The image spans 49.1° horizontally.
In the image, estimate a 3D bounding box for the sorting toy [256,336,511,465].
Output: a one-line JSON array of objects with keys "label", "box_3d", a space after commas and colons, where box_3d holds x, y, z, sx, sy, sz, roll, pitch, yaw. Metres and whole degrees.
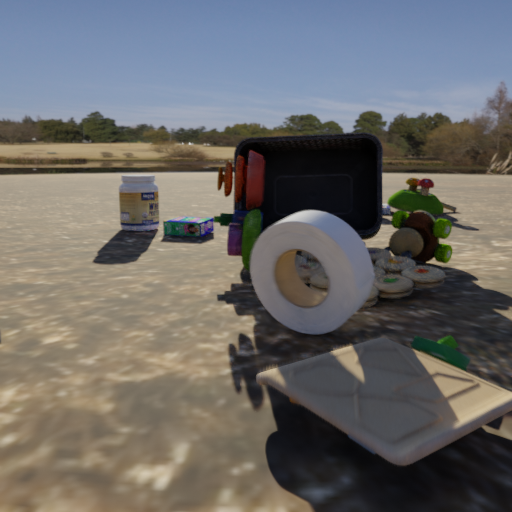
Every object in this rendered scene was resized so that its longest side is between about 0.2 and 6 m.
[{"label": "sorting toy", "box_3d": [1.309, 1.064, 4.623, 2.187, 0.322, 1.617, -7, 13, -37]}]

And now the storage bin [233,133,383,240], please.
[{"label": "storage bin", "box_3d": [1.110, -1.358, 11.627, 2.952, 1.996, 1.384, 0, -2, 12]}]

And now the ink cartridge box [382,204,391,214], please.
[{"label": "ink cartridge box", "box_3d": [3.883, -1.579, 18.705, 1.181, 0.277, 1.167, 1, 13, 13]}]

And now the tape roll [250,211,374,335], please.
[{"label": "tape roll", "box_3d": [0.618, 0.191, 6.380, 1.370, 1.370, 0.479, 7, 22, 33]}]

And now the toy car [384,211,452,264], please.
[{"label": "toy car", "box_3d": [2.725, -0.138, 10.047, 1.052, 1.011, 1.281, 17, 41, 42]}]

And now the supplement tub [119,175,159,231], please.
[{"label": "supplement tub", "box_3d": [-3.067, -1.404, 14.674, 1.024, 1.418, 1.024, 0, 11, 0]}]

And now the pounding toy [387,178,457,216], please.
[{"label": "pounding toy", "box_3d": [5.435, -2.071, 18.374, 1.806, 1.086, 2.340, 22, 22, 39]}]

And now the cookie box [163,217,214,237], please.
[{"label": "cookie box", "box_3d": [-1.680, -0.739, 13.965, 1.009, 0.379, 0.863, 3, 13, 17]}]

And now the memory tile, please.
[{"label": "memory tile", "box_3d": [1.501, 0.195, 8.768, 1.904, 0.209, 2.484, -12, 18, -25]}]

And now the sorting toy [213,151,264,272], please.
[{"label": "sorting toy", "box_3d": [-0.343, -0.757, 9.787, 0.886, 2.158, 1.297, 3, -16, 2]}]
